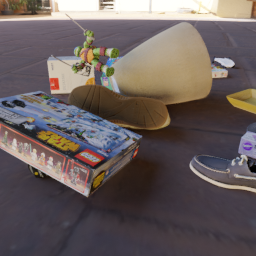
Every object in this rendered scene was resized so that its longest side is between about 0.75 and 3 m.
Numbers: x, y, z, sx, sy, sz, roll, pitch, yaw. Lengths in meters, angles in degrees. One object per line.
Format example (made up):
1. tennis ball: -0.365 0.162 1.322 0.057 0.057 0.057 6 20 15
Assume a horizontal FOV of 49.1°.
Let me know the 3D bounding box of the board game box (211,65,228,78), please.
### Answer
1. board game box: 3.393 -2.538 12.644 1.792 0.310 1.131 -6 27 -12

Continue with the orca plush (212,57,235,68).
1. orca plush: 4.875 -3.248 14.234 1.193 0.424 0.628 13 73 34

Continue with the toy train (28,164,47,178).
1. toy train: -2.038 0.283 6.682 0.644 0.480 2.814 -17 29 -7

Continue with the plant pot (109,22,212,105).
1. plant pot: 0.826 -1.738 8.968 2.696 2.525 2.525 -20 29 -9

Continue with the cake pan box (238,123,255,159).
1. cake pan box: 3.674 0.365 6.474 1.805 0.472 1.663 21 30 36

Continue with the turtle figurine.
1. turtle figurine: -1.041 -1.853 7.033 1.404 1.448 1.042 23 73 26

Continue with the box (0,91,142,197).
1. box: -1.451 0.105 5.861 2.985 0.595 2.043 24 23 19

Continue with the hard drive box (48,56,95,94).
1. hard drive box: -2.058 -1.971 10.385 1.624 1.265 0.623 -4 27 -7

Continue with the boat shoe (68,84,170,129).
1. boat shoe: -0.297 -0.468 7.766 2.930 1.074 0.918 16 -4 19

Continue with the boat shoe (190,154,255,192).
1. boat shoe: 2.286 0.771 5.347 2.194 0.688 0.797 15 29 28

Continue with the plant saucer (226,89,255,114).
1. plant saucer: 4.175 -0.819 9.050 1.448 0.351 1.448 -17 30 -32

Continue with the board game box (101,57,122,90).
1. board game box: 0.087 -2.377 11.562 2.065 0.611 2.715 -5 28 6
